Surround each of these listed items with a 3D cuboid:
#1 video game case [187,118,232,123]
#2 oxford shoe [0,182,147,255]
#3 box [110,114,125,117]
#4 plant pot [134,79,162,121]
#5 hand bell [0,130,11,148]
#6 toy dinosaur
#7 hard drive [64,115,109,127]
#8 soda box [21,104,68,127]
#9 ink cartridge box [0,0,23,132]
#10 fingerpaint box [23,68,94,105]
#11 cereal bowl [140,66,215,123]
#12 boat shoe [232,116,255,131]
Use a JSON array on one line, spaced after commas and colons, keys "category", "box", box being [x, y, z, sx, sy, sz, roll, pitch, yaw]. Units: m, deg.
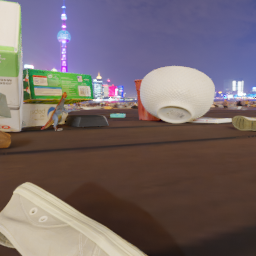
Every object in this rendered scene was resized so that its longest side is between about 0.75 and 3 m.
[{"category": "video game case", "box": [3.207, -0.306, 11.090, 1.286, 0.162, 1.412, 4, 5, 41]}, {"category": "oxford shoe", "box": [-0.157, 0.471, 0.966, 0.960, 0.361, 0.277, 13, 53, 37]}, {"category": "box", "box": [-0.561, -0.694, 15.592, 0.793, 0.195, 0.326, 1, 5, 12]}, {"category": "plant pot", "box": [1.164, -1.237, 12.570, 1.819, 1.769, 1.819, 0, 4, 0]}, {"category": "hand bell", "box": [-2.583, -0.011, 3.136, 1.431, 1.431, 2.747, 3, -7, 35]}, {"category": "toy dinosaur", "box": [-1.869, -0.442, 7.414, 1.118, 1.015, 0.587, -1, 5, 4]}, {"category": "hard drive", "box": [-1.391, -0.244, 9.095, 1.095, 0.344, 1.624, -2, 5, -27]}, {"category": "soda box", "box": [-2.968, -0.423, 9.129, 0.750, 0.701, 2.202, 1, 4, 30]}, {"category": "ink cartridge box", "box": [-3.270, -1.074, 5.633, 2.143, 1.238, 2.946, 0, -28, -19]}, {"category": "fingerpaint box", "box": [-2.991, -1.327, 9.921, 2.289, 1.006, 2.744, -6, 1, 37]}, {"category": "cereal bowl", "box": [1.680, -0.944, 9.919, 2.654, 1.105, 2.654, 9, -26, 4]}, {"category": "boat shoe", "box": [3.231, -0.093, 7.378, 0.351, 0.383, 1.026, 3, 11, -28]}]
